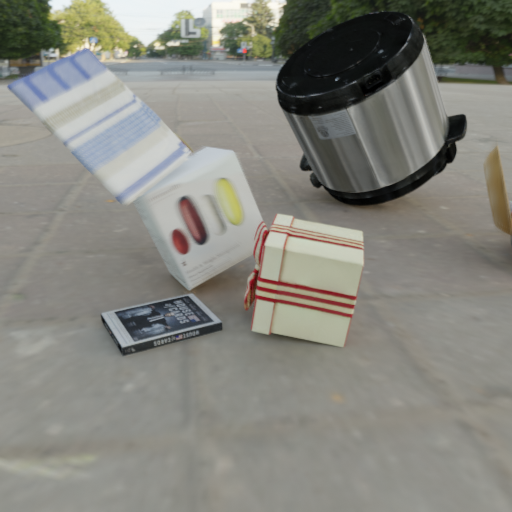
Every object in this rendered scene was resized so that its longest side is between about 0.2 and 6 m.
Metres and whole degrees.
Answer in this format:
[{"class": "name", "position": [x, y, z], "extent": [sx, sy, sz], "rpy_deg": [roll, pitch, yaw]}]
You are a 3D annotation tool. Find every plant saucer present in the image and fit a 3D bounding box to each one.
[{"class": "plant saucer", "position": [3.494, -0.916, 8.100], "extent": [0.234, 1.323, 1.323], "rpy_deg": [-10, 16, 25]}]

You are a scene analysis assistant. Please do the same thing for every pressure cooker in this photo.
[{"class": "pressure cooker", "position": [2.301, -2.735, 11.605], "extent": [3.111, 3.483, 3.063], "rpy_deg": [-38, 37, -5]}]

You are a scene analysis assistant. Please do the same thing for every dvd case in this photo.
[{"class": "dvd case", "position": [-1.159, 0.810, 6.831], "extent": [1.234, 0.153, 0.927], "rpy_deg": [-12, 25, -27]}]

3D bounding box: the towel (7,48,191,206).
[{"class": "towel", "position": [-1.885, -1.639, 7.039], "extent": [0.234, 1.962, 1.441], "rpy_deg": [-38, 10, 46]}]

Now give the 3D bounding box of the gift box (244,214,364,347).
[{"class": "gift box", "position": [0.554, 0.265, 6.830], "extent": [1.287, 1.272, 1.379], "rpy_deg": [11, 19, 4]}]

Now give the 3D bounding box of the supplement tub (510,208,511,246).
[{"class": "supplement tub", "position": [4.537, -0.418, 8.688], "extent": [1.095, 1.095, 1.788], "rpy_deg": [9, 22, 21]}]

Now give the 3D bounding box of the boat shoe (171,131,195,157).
[{"class": "boat shoe", "position": [-1.640, -1.673, 8.105], "extent": [2.022, 0.765, 0.747], "rpy_deg": [39, 7, -16]}]

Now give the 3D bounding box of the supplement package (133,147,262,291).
[{"class": "supplement package", "position": [-0.799, -0.567, 7.881], "extent": [1.386, 1.449, 1.066], "rpy_deg": [-30, 23, -15]}]

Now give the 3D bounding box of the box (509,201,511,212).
[{"class": "box", "position": [5.959, -0.797, 10.764], "extent": [1.691, 0.307, 1.220], "rpy_deg": [-1, 21, -7]}]
